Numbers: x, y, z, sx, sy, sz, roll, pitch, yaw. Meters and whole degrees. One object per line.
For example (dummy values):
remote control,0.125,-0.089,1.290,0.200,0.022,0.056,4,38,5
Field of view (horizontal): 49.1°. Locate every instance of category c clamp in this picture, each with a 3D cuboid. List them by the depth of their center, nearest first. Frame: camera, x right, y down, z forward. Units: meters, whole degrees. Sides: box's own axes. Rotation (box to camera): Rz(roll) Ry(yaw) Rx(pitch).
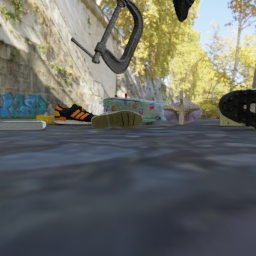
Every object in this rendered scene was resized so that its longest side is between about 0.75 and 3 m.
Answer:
c clamp,-0.308,-2.662,7.825,0.336,2.479,2.118,11,-22,37

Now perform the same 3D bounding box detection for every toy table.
toy table,2.048,-0.668,10.715,1.463,1.345,0.857,-11,-18,14

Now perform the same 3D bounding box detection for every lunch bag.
lunch bag,0.373,-0.756,11.972,2.556,0.985,2.050,9,7,35

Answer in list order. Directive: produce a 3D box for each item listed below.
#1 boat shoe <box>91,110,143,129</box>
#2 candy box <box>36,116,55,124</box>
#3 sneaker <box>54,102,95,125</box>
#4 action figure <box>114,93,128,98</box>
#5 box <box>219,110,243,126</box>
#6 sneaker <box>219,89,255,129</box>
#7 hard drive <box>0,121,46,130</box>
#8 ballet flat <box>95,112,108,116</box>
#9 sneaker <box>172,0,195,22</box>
boat shoe,-0.283,-0.217,6.990,1.265,0.473,0.433,-1,8,-9
candy box,-2.240,-0.317,11.264,2.599,0.343,1.329,0,-2,-8
sneaker,-1.758,-0.537,10.319,1.916,0.862,0.670,0,2,-5
action figure,-0.281,-1.146,14.312,0.731,1.109,2.240,-6,-34,-1
box,4.114,-0.536,9.543,1.895,0.916,1.667,1,2,20
sneaker,3.226,-0.356,6.404,2.630,0.874,1.190,3,-1,-6
hard drive,-2.582,-0.074,6.986,0.964,0.192,1.462,-1,2,-14
ballet flat,-0.526,-0.336,9.941,1.432,0.515,0.515,0,2,-16
sneaker,1.308,-2.848,5.952,0.638,0.570,1.557,-17,-16,1
